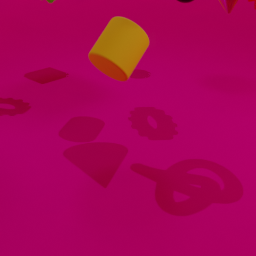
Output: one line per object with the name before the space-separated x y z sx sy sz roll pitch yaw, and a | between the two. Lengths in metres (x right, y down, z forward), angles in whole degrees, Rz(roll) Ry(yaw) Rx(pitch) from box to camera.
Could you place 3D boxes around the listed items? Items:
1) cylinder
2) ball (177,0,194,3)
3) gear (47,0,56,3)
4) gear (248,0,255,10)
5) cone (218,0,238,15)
cylinder | -0.175 -1.530 5.504 0.893 0.893 0.893 24 78 34
ball | 1.718 -4.193 8.216 0.970 0.970 0.970 0 31 0
gear | -1.955 -3.156 5.579 1.398 1.398 0.259 27 77 37
gear | 2.350 -2.868 4.608 0.311 1.680 1.680 -8 31 3
cone | 1.109 -1.822 3.047 1.339 1.344 1.339 6 -13 1
